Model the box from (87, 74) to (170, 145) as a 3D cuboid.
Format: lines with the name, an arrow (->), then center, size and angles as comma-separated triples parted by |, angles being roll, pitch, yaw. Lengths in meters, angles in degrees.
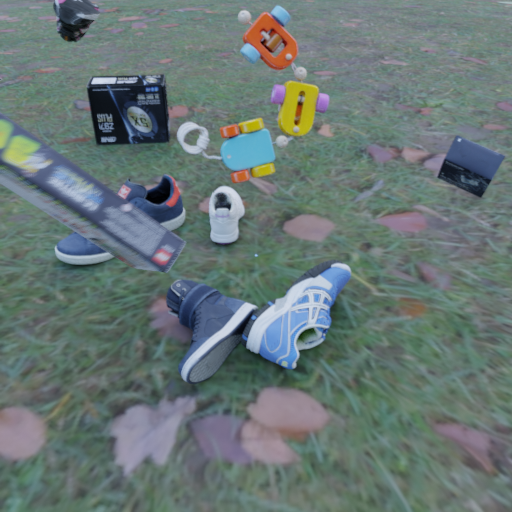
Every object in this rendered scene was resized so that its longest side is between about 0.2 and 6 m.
box -> -3.631, -4.225, 16.196 | 2.143, 1.755, 0.923 | -3, 36, -5

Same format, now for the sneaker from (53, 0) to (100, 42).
sneaker -> -3.620, -4.671, 11.187 | 0.822, 0.883, 2.046 | 27, 18, -15

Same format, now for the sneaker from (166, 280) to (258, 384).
sneaker -> -1.075, 1.183, 9.321 | 1.498, 0.788, 2.073 | 26, 32, 16

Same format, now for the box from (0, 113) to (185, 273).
box -> -2.568, -0.790, 7.782 | 1.660, 3.016, 0.524 | 3, 60, 61

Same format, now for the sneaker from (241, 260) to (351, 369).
sneaker -> 0.910, 1.010, 9.714 | 1.000, 0.983, 2.596 | 35, 53, 23

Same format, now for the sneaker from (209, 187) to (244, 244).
sneaker -> -0.653, -1.154, 12.526 | 0.772, 1.028, 2.063 | -3, 34, -2

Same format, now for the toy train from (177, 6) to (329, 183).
toy train -> -0.017, -3.004, 10.900 | 2.377, 3.165, 0.880 | 35, 5, -14

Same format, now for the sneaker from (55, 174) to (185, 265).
sneaker -> -2.915, -0.895, 11.936 | 3.033, 1.282, 1.137 | -30, 45, -34

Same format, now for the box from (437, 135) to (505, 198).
box -> 3.652, -1.519, 9.601 | 0.854, 0.868, 0.510 | 29, 82, 16
